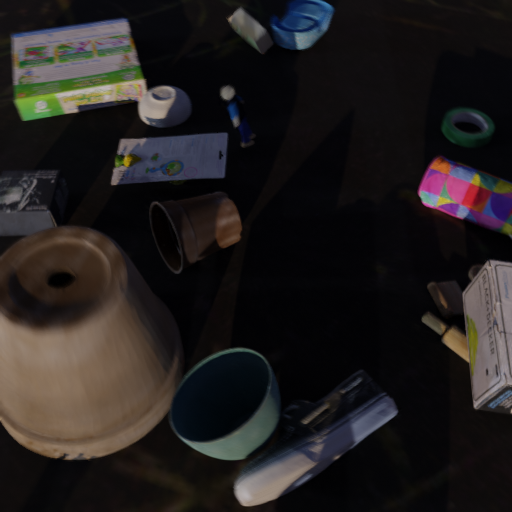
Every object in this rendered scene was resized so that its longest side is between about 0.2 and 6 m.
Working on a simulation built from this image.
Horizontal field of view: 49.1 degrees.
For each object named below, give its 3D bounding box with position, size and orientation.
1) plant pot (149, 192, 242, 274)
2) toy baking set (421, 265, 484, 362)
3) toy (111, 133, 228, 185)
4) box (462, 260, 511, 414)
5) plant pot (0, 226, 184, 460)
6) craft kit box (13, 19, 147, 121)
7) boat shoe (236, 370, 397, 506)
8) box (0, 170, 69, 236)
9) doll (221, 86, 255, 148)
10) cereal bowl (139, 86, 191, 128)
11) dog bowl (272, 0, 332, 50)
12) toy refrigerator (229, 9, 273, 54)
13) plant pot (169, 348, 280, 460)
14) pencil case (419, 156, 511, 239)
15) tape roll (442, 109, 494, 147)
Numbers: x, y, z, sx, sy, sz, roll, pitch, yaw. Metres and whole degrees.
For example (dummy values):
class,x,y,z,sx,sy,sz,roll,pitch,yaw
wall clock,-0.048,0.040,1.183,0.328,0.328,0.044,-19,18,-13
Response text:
class,x,y,z,sx,sy,sz,roll,pitch,yaw
plant pot,-0.989,-0.479,9.548,1.236,1.248,1.248,-20,54,-25
toy baking set,4.058,1.108,8.755,2.157,0.327,2.811,-32,58,-23
toy,-1.643,-1.785,10.964,2.173,0.513,1.251,-1,54,3
box,4.761,1.308,7.862,3.331,1.002,1.943,8,57,-2
plant pot,-2.360,0.958,7.470,2.750,2.386,2.750,3,51,-4
craft kit box,-4.124,-4.408,13.010,2.773,0.673,2.739,-12,50,-10
boat shoe,0.696,2.357,7.445,2.512,0.905,0.891,-21,58,-29
box,-4.111,-0.971,10.214,1.093,0.677,1.074,-2,53,-1
doll,-0.362,-2.822,11.258,0.310,1.279,0.873,-10,41,17
cereal bowl,-2.009,-3.352,12.240,1.152,0.480,1.152,0,51,1
dog bowl,1.154,-5.832,14.116,1.140,0.507,2.045,22,50,16
toy refrigerator,-0.150,-5.588,13.960,0.441,0.479,1.261,-40,58,4
plant pot,-0.273,2.100,7.423,1.459,0.983,1.459,-20,34,14
pencil case,4.092,-0.956,10.021,2.319,1.025,1.025,29,57,21
tape roll,4.488,-2.726,11.885,1.021,0.245,1.021,0,52,0
